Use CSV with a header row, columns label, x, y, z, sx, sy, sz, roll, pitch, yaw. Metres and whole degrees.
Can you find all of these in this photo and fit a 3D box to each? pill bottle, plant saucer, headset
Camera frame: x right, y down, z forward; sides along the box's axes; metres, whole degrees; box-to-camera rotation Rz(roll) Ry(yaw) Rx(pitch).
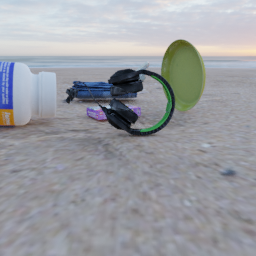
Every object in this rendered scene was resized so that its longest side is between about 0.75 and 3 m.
label,x,y,z,sx,sy,sz,roll,pitch,yaw
pill bottle,-3.308,-0.856,7.035,2.889,1.619,1.619,0,14,-17
plant saucer,1.738,-1.625,8.729,0.342,2.203,2.203,-11,18,-24
headset,-0.119,-0.608,6.096,2.356,1.455,1.107,9,9,-4

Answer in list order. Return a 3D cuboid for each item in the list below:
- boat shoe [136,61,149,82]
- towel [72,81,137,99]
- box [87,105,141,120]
label,x,y,z,sx,sy,sz,roll,pitch,yaw
boat shoe,0.360,-1.709,9.514,0.446,1.253,0.437,43,-5,-2
towel,-0.885,-1.501,11.121,2.564,0.622,1.432,-1,1,1
box,-0.433,-0.488,8.323,1.371,0.268,0.938,-7,12,-27
